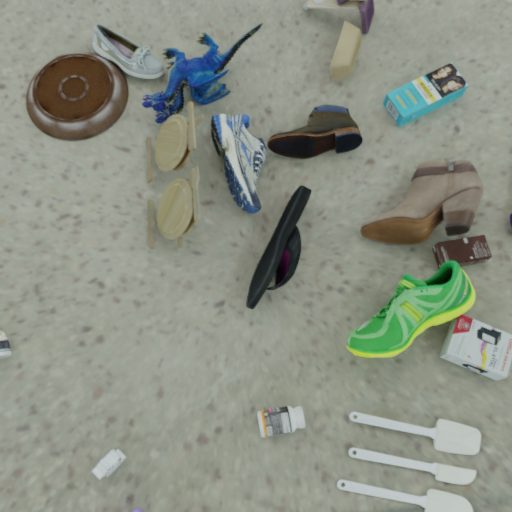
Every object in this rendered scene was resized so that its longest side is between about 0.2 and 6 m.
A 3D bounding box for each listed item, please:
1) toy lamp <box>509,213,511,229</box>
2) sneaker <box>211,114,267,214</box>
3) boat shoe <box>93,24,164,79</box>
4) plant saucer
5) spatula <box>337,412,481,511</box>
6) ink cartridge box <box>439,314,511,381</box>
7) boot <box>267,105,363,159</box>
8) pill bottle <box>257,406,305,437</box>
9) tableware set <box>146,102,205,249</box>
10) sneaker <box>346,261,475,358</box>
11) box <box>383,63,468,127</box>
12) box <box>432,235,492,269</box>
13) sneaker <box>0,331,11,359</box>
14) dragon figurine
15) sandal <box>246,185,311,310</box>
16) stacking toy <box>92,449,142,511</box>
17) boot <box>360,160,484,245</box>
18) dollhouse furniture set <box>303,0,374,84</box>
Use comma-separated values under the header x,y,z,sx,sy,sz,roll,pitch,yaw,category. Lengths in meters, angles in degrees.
x,y,z,sx,sy,sz,roll,pitch,yaw,category
5.689,-1.264,11.891,0.518,0.518,1.781,13,70,4,toy lamp
-0.193,-2.070,11.944,1.027,0.929,2.412,-15,74,-11,sneaker
-2.928,-4.665,12.828,1.817,0.583,0.670,31,59,4,boat shoe
-4.114,-3.740,12.751,2.365,0.379,2.365,0,71,-1,plant saucer
2.856,3.823,10.417,2.514,0.202,1.748,11,78,4,spatula
4.323,1.770,10.885,1.196,0.495,0.871,22,72,7,ink cartridge box
1.230,-2.754,12.345,2.058,0.769,0.998,-4,56,-4,boot
0.466,3.083,10.475,0.838,0.487,0.487,-9,72,-4,pill bottle
-1.555,-1.622,11.586,0.549,1.812,2.742,12,65,-41,tableware set
2.833,0.975,10.706,2.834,1.050,1.184,-29,108,-15,sneaker
3.828,-3.648,12.677,1.759,0.432,0.724,-28,74,-9,box
4.238,-0.073,11.547,1.033,0.387,0.517,-11,70,-2,box
-5.515,1.833,10.852,1.394,0.547,0.554,-11,77,-15,sneaker
-1.117,-4.028,12.544,3.139,0.924,1.560,-21,73,-6,dragon figurine
0.609,-0.133,11.276,0.668,1.049,2.792,28,74,-8,sandal
-2.621,5.140,9.712,2.181,0.680,2.893,40,77,12,stacking toy
3.453,-1.195,11.704,2.429,0.853,1.776,-1,56,17,boot
1.560,-5.364,12.776,1.630,1.820,2.297,12,75,20,dollhouse furniture set
